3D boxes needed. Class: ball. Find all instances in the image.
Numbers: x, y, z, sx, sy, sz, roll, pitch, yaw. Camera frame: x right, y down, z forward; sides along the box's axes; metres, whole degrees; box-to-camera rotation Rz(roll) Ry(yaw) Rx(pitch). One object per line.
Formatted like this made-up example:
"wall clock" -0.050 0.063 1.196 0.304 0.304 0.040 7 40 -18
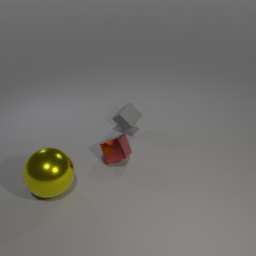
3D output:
"ball" -2.200 1.232 7.826 1.400 1.400 1.400 0 29 0

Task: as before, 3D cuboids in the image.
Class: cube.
"cube" -0.033 -0.421 10.700 0.700 0.700 0.700 -51 13 -28
"cube" -0.383 0.667 9.142 0.700 0.700 0.700 -18 5 21
